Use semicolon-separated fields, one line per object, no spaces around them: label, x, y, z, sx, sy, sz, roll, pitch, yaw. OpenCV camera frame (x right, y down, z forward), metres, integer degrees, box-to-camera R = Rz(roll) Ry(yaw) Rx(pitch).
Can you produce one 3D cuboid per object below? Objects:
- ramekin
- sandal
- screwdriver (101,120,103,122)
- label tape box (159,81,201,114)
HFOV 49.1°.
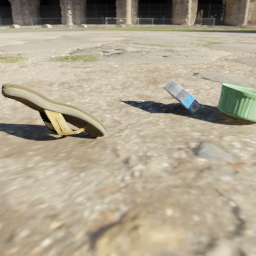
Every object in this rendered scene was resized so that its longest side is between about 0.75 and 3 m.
ramekin;3.621;-0.785;8.682;1.657;0.809;1.657;11;17;-3
sandal;-1.849;-0.256;7.031;2.767;0.747;1.111;24;-17;-26
screwdriver;-1.347;-0.169;8.556;1.250;0.174;0.182;-1;49;16
label tape box;1.739;-1.132;9.411;0.929;0.429;1.297;32;15;-48
